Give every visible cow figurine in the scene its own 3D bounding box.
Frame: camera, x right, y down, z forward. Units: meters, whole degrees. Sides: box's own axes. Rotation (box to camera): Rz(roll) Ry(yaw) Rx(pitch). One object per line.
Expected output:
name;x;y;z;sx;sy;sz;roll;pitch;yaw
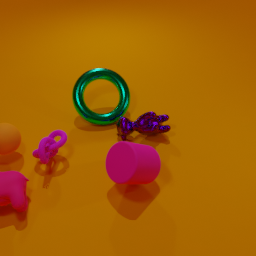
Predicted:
cow figurine;-3.210;1.220;6.497;1.716;0.942;1.689;-10;66;-14
cow figurine;0.389;-0.057;8.150;1.348;1.326;0.740;4;76;-45

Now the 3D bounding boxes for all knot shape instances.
knot shape;-2.106;0.554;7.370;0.489;0.990;1.058;42;43;-5

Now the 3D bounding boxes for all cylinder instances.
cylinder;0.129;0.857;6.748;0.978;0.978;0.978;13;26;-49

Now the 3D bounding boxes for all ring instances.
ring;-0.816;-0.985;8.702;1.822;0.364;1.822;1;82;-10

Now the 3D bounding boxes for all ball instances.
ball;-3.257;0.286;7.367;0.845;0.845;0.845;0;44;0
